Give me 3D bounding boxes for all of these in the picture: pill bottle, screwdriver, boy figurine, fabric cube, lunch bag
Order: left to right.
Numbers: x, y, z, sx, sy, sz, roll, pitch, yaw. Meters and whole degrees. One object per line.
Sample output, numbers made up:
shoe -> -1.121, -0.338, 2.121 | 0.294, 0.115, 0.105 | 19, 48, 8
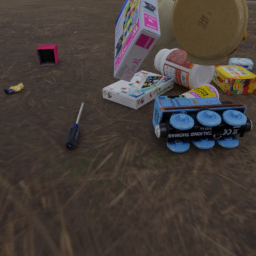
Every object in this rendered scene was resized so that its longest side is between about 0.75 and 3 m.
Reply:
boy figurine -> -4.877, -1.697, 12.111 | 0.533, 0.276, 0.857 | 20, 39, 34
fabric cube -> -4.369, -3.996, 15.301 | 0.936, 0.918, 0.933 | -3, 31, -3
screwdriver -> -1.766, -0.234, 9.494 | 0.415, 0.398, 2.854 | 24, 29, -19
pill bottle -> 2.442, -2.736, 12.663 | 1.466, 1.466, 2.613 | -20, 37, -29
pill bottle -> 2.375, -0.872, 10.035 | 0.994, 0.994, 1.907 | 26, 40, 36
lunch bag -> 5.850, -3.300, 14.569 | 1.149, 0.474, 0.923 | 5, 30, 8

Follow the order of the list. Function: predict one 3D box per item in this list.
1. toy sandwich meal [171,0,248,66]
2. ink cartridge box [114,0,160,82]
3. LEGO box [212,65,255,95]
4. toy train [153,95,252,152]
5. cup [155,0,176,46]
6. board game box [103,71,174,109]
toy sandwich meal -> 2.562, -3.285, 8.686 | 2.716, 2.716, 0.930 | 22, 38, 32
ink cartridge box -> 0.160, -2.613, 6.937 | 0.547, 1.556, 2.608 | 16, 53, -19
LEGO box -> 4.729, -2.191, 12.502 | 1.342, 0.695, 1.802 | -4, 31, -7
toy train -> 2.192, -0.243, 8.557 | 2.952, 1.280, 1.686 | -4, 39, -7
cup -> 1.294, -3.982, 10.126 | 1.627, 1.163, 1.627 | -27, 41, 27
board game box -> 0.493, -1.705, 11.904 | 1.744, 0.478, 2.762 | 23, 38, 33
